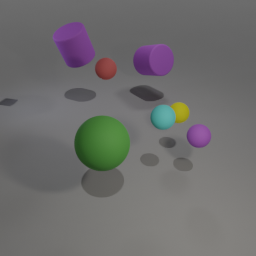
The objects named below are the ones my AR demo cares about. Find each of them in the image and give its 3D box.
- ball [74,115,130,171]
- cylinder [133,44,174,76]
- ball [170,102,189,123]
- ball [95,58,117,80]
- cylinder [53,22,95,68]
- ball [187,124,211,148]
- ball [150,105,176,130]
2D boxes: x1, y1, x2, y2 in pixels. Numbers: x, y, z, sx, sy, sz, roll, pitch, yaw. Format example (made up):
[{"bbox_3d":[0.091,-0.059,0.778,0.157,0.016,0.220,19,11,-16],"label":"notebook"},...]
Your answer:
[{"bbox_3d":[-0.647,0.383,7.070,1.400,1.400,1.400,0,31,0],"label":"ball"},{"bbox_3d":[1.180,-3.165,13.124,1.400,1.400,1.400,-18,20,-27],"label":"cylinder"},{"bbox_3d":[1.695,-0.507,9.349,0.700,0.700,0.700,0,31,0],"label":"ball"},{"bbox_3d":[-0.710,-1.900,8.999,0.700,0.700,0.700,0,31,0],"label":"ball"},{"bbox_3d":[-2.300,-3.572,12.080,1.400,1.400,1.400,-10,47,11],"label":"cylinder"},{"bbox_3d":[2.079,0.234,8.222,0.700,0.700,0.700,0,31,0],"label":"ball"},{"bbox_3d":[0.975,-0.297,7.819,0.700,0.700,0.700,0,31,0],"label":"ball"}]
